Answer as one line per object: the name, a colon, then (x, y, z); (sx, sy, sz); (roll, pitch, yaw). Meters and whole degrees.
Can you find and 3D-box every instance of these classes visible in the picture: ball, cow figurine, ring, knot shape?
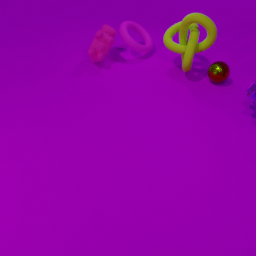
ball: (3.124, -1.925, 9.647); (0.751, 0.751, 0.751); (0, 43, 0)
cow figurine: (-1.008, -3.226, 10.781); (0.868, 1.582, 1.557); (28, 2, -11)
ring: (0.346, -3.625, 11.156); (1.561, 0.312, 1.561); (20, 49, -26)
knot shape: (2.082, -2.867, 9.679); (0.910, 1.844, 1.970); (-4, 11, -33)

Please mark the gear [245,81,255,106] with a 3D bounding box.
gear: (4.264, -0.653, 8.005); (1.868, 0.346, 1.868); (22, 34, -16)
